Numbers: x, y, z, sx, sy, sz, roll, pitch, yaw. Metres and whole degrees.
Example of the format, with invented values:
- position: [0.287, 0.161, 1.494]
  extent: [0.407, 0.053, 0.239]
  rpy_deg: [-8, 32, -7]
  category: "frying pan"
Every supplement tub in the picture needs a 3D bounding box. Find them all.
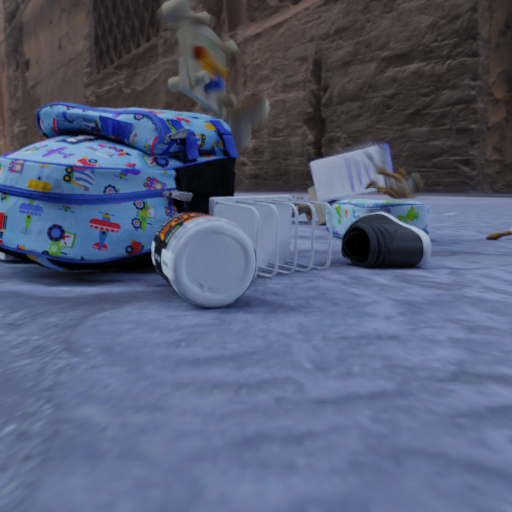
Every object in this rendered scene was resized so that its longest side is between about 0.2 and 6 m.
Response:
- position: [-0.688, -0.011, 6.649]
  extent: [0.989, 0.989, 1.614]
  rpy_deg: [-3, 8, -20]
  category: "supplement tub"

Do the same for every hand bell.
- position: [5.607, -0.496, 12.508]
  extent: [0.982, 0.511, 0.511]
  rpy_deg: [-14, 10, -6]
  category: "hand bell"

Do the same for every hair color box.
- position: [2.125, -1.820, 12.435]
  extent: [1.712, 0.936, 0.555]
  rpy_deg: [-7, 7, 40]
  category: "hair color box"

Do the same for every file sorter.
- position: [0.225, -0.274, 8.185]
  extent: [1.607, 1.115, 1.001]
  rpy_deg: [-7, 14, -42]
  category: "file sorter"

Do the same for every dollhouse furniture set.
- position: [1.552, -1.292, 16.902]
  extent: [1.486, 1.126, 1.695]
  rpy_deg: [-7, -11, -40]
  category: "dollhouse furniture set"

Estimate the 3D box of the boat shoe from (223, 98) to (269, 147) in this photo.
- position: [-0.357, -2.338, 10.533]
  extent: [1.686, 0.548, 0.608]
  rpy_deg: [-30, 29, 28]
  category: "boat shoe"

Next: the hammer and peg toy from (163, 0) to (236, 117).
- position: [-1.027, -3.253, 9.285]
  extent: [0.711, 1.483, 2.016]
  rpy_deg: [-4, -7, 23]
  category: "hammer and peg toy"

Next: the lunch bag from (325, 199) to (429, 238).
- position: [2.692, -0.821, 12.532]
  extent: [1.802, 0.924, 2.242]
  rpy_deg: [-4, 9, -17]
  category: "lunch bag"

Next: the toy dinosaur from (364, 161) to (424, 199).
- position: [2.846, -1.349, 11.414]
  extent: [1.127, 0.641, 2.121]
  rpy_deg: [32, 5, 5]
  category: "toy dinosaur"

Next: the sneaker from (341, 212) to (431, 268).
- position: [1.816, -0.322, 9.413]
  extent: [1.122, 0.800, 2.262]
  rpy_deg: [3, 11, -19]
  category: "sneaker"

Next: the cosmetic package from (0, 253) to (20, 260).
- position: [-4.279, -0.242, 9.726]
  extent: [1.335, 0.542, 0.753]
  rpy_deg: [9, 6, 42]
  category: "cosmetic package"

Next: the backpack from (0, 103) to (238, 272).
- position: [-2.387, -1.098, 8.742]
  extent: [3.246, 2.392, 3.556]
  rpy_deg: [15, 19, 32]
  category: "backpack"
